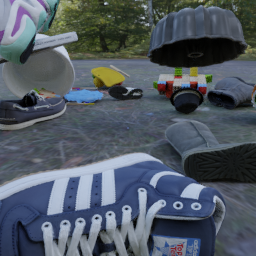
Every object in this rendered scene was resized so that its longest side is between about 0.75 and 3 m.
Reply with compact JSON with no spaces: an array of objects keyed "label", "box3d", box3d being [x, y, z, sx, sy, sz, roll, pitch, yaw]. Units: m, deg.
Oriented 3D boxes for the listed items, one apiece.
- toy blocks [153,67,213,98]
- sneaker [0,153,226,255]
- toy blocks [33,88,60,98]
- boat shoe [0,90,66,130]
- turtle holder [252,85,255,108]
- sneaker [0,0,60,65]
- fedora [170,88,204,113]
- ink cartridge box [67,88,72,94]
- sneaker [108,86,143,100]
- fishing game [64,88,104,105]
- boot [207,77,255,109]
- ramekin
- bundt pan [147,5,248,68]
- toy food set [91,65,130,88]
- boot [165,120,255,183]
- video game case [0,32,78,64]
[{"label":"toy blocks","box3d":[2.386,-1.796,12.488,2.737,1.368,1.871,3,28,11]},{"label":"sneaker","box3d":[-0.239,1.091,2.789,2.985,1.046,1.620,-16,25,-38]},{"label":"toy blocks","box3d":[-3.130,-1.111,10.908,1.024,0.749,1.498,11,22,2]},{"label":"boat shoe","box3d":[-2.974,-0.747,9.055,1.044,0.902,2.875,9,21,22]},{"label":"turtle holder","box3d":[4.824,-0.805,8.745,1.460,2.056,1.562,-14,-22,-33]},{"label":"sneaker","box3d":[-2.460,-2.525,5.655,1.758,0.977,2.513,25,44,-14]},{"label":"fedora","box3d":[2.076,-0.889,9.961,1.197,1.197,0.547,3,50,11]},{"label":"ink cartridge box","box3d":[-3.377,-2.064,12.950,1.423,1.034,1.029,-5,-4,-16]},{"label":"sneaker","box3d":[-0.224,-1.579,12.795,1.642,0.620,0.945,1,6,-23]},{"label":"fishing game","box3d":[-1.890,-1.330,12.178,1.701,0.369,2.375,-2,24,-6]},{"label":"boot","box3d":[4.097,-1.527,11.824,1.903,1.009,2.891,-11,15,-18]},{"label":"ramekin","box3d":[-3.504,-2.376,11.107,2.649,2.649,1.291,-4,45,-14]},{"label":"bundt pan","box3d":[1.868,-2.508,7.821,2.698,1.013,2.698,-1,-4,0]},{"label":"toy food set","box3d":[-1.136,-2.760,16.262,1.707,0.948,2.902,30,27,12]},{"label":"boot","box3d":[1.838,0.386,5.914,1.969,0.786,2.166,3,10,3]},{"label":"video game case","box3d":[-2.836,-1.985,7.323,2.349,0.274,2.135,0,23,41]}]
